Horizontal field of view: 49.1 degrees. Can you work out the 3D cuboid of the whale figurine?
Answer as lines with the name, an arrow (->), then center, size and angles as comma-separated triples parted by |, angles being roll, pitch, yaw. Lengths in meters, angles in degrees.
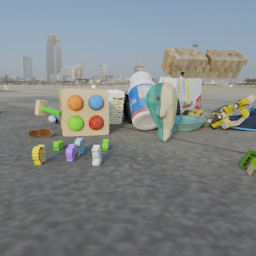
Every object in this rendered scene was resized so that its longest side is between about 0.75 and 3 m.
whale figurine -> 0.966, -0.488, 8.324 | 0.889, 1.714, 1.363 | 4, 12, 19

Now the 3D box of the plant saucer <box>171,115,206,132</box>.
plant saucer -> 1.933, -0.168, 10.613 | 1.975, 0.355, 1.975 | -2, 11, 0

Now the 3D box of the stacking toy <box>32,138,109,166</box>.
stacking toy -> -1.240, 0.465, 6.648 | 1.401, 0.436, 1.858 | 1, 9, 4

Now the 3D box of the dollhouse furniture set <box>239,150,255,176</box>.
dollhouse furniture set -> 2.661, 0.796, 5.430 | 0.752, 0.377, 0.493 | 16, 28, -9

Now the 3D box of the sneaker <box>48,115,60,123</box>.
sneaker -> -3.152, -0.349, 12.202 | 0.372, 0.369, 1.028 | 42, 4, 3

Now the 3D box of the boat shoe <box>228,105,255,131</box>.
boat shoe -> 4.906, -0.413, 10.382 | 2.806, 0.963, 1.181 | 1, 9, 3

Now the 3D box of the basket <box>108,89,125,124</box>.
basket -> -1.056, -0.995, 12.612 | 1.552, 1.413, 2.290 | -1, 10, -10

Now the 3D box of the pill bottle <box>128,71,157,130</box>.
pill bottle -> 0.592, -1.033, 10.154 | 1.123, 2.001, 1.123 | -5, -33, -3

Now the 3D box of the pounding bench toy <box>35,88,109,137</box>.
pounding bench toy -> -1.997, -0.576, 9.691 | 2.437, 1.514, 1.901 | -2, 10, -15

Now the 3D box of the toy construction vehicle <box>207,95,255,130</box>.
toy construction vehicle -> 3.819, -0.484, 10.421 | 1.572, 0.636, 1.806 | -31, 3, -43

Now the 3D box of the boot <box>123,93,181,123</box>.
boot -> 0.973, -0.975, 12.996 | 2.323, 1.169, 3.107 | -8, 21, -7

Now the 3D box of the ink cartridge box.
ink cartridge box -> 3.170, -2.001, 16.797 | 1.197, 2.083, 2.870 | 10, 14, 43

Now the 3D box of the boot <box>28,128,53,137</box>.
boot -> -2.790, 0.141, 9.148 | 0.796, 0.299, 0.427 | 0, 4, 8

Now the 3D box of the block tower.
block tower -> 2.797, -2.342, 10.234 | 2.996, 0.866, 0.809 | -3, 43, -14

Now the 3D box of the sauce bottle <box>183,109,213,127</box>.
sauce bottle -> 2.904, -0.489, 11.948 | 0.653, 0.653, 2.018 | -2, 9, -14
